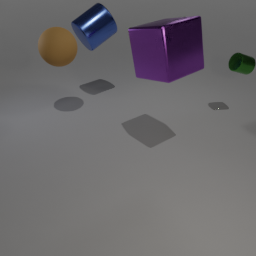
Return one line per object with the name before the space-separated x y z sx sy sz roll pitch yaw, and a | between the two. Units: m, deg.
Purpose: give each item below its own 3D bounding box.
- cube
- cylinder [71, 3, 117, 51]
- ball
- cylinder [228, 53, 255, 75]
cube | 1.052 -2.160 7.631 1.400 1.400 1.400 -25 28 -29
cylinder | -1.401 -4.201 11.697 1.400 1.400 1.400 -40 42 -8
ball | -2.552 -2.953 10.219 1.400 1.400 1.400 0 31 0
cylinder | 4.332 -2.441 10.656 0.700 0.700 0.700 8 26 -25
